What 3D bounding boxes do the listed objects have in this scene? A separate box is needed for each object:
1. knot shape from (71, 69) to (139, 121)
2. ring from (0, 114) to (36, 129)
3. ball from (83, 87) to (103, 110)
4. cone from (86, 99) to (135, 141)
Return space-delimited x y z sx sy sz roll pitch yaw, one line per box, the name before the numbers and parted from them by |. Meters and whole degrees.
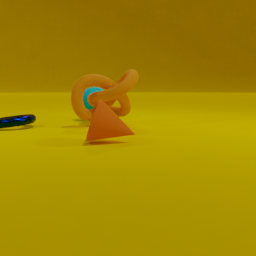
knot shape | -0.730 -0.906 8.123 1.950 0.963 2.084 -11 -25 -33
ring | -3.260 -0.195 7.924 1.278 0.256 1.278 -7 8 1
ball | -1.164 -0.866 9.761 1.108 1.108 1.108 0 8 0
cone | -0.275 -0.016 5.674 0.896 0.893 0.893 19 8 -2
